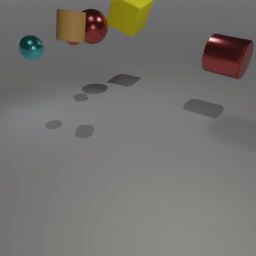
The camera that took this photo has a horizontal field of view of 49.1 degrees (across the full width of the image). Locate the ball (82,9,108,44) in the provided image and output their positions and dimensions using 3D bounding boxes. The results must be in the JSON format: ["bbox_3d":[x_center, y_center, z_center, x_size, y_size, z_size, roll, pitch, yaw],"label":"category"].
[{"bbox_3d":[-1.534,-4.256,11.776,1.400,1.400,1.400,0,29,0],"label":"ball"}]

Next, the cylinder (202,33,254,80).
[{"bbox_3d":[3.653,-2.636,10.301,1.400,1.400,1.400,24,36,30],"label":"cylinder"}]

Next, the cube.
[{"bbox_3d":[0.058,-5.233,12.610,1.400,1.400,1.400,30,46,8],"label":"cube"}]

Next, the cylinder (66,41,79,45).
[{"bbox_3d":[-2.114,-3.655,10.685,0.700,0.700,0.700,-14,76,-24],"label":"cylinder"}]

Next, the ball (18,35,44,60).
[{"bbox_3d":[-2.788,-2.313,8.083,0.700,0.700,0.700,0,29,0],"label":"ball"}]

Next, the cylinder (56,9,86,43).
[{"bbox_3d":[-1.412,-2.513,6.905,0.700,0.700,0.700,7,20,-2],"label":"cylinder"}]
